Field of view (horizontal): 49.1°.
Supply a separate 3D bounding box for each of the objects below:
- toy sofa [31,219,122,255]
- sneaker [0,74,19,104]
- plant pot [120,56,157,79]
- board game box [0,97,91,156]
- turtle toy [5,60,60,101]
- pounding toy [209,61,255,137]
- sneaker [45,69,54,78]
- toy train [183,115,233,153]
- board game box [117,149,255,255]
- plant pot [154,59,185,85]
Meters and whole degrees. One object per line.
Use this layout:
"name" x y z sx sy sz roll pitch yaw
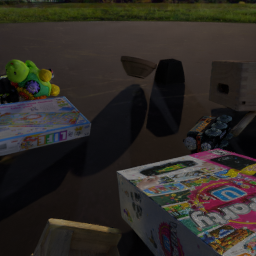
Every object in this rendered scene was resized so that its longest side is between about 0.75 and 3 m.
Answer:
"toy sofa" -0.412 2.112 2.595 0.989 1.165 2.387 17 17 -25
"sneaker" -4.200 -1.152 9.334 1.064 0.922 2.570 17 35 6
"plant pot" 0.405 -2.589 12.194 1.596 0.737 1.596 13 8 -2
"board game box" -2.416 -0.154 7.270 2.412 0.413 1.622 -13 40 -35
"turtle toy" -3.155 -1.482 8.895 1.405 1.928 0.975 19 63 20
"pounding toy" 3.842 -1.059 8.569 2.512 1.940 2.728 -2 15 -6
"sneaker" -3.754 -2.407 12.633 0.397 0.447 1.058 7 26 13
"toy train" 2.028 0.144 7.015 0.916 0.685 1.607 3 24 36
"board game box" 1.378 1.146 3.655 2.144 0.934 2.907 -10 13 -22
"plant pot" 1.841 -2.505 12.290 1.037 0.922 1.040 -11 28 -21
